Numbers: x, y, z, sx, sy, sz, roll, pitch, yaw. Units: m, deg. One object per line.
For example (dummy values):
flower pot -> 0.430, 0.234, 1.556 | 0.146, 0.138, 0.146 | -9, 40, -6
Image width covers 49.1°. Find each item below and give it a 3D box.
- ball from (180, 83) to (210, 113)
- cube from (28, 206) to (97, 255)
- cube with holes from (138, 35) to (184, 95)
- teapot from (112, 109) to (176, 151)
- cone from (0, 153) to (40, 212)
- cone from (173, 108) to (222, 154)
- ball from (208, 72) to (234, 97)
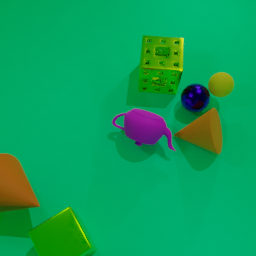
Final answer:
ball -> 2.132, -0.952, 8.876 | 0.923, 0.923, 0.923 | 0, 64, 0
cube -> -1.568, 2.798, 6.912 | 1.120, 1.120, 1.120 | -30, 67, -14
cube with holes -> 1.053, -2.048, 9.217 | 1.307, 1.307, 1.307 | 5, 64, 3
teapot -> 0.516, 0.061, 8.265 | 2.081, 1.294, 1.019 | 19, 103, 9
cone -> -2.733, 1.623, 6.867 | 1.625, 1.619, 1.619 | 15, 63, 28
cone -> 1.999, 0.155, 8.430 | 1.342, 1.337, 1.337 | -7, 60, 29
ball -> 2.892, -1.342, 8.718 | 0.768, 0.768, 0.768 | 0, 64, 0
